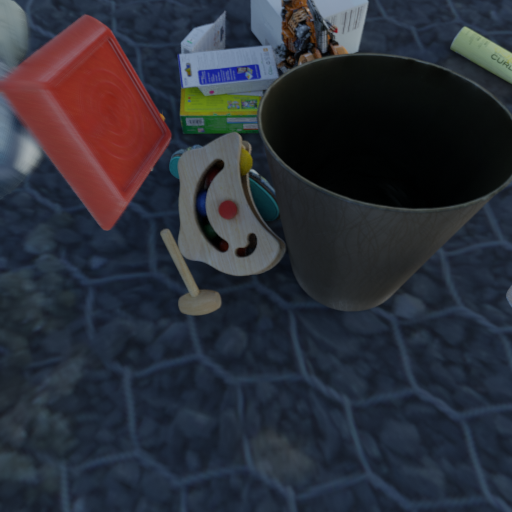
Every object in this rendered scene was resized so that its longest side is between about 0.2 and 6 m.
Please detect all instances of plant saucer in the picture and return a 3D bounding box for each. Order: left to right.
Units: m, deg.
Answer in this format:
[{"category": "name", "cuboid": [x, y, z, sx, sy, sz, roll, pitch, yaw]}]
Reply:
[{"category": "plant saucer", "cuboid": [-1.756, -1.622, 6.562, 0.355, 1.937, 1.933, -9, 38, 27]}]

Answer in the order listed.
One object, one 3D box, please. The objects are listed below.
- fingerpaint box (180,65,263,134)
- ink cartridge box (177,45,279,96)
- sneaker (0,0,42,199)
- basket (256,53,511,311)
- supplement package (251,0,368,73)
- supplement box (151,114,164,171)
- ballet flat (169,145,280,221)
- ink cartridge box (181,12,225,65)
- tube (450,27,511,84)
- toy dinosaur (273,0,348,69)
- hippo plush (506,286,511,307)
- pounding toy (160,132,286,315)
[{"category": "fingerpaint box", "cuboid": [-0.656, -3.070, 10.964, 1.583, 0.580, 1.320, -1, 63, -1]}, {"category": "ink cartridge box", "cuboid": [-0.532, -3.527, 10.688, 1.848, 0.343, 0.875, -6, 64, -7]}, {"category": "sneaker", "cuboid": [-3.293, -1.951, 6.219, 1.173, 1.305, 3.022, -34, 63, 23]}, {"category": "basket", "cuboid": [1.537, -0.738, 8.109, 3.129, 3.471, 2.360, 11, 63, 5]}, {"category": "supplement package", "cuboid": [1.033, -4.918, 11.529, 1.755, 1.291, 1.678, -24, 65, -12]}, {"category": "supplement box", "cuboid": [-1.688, -1.701, 8.158, 0.510, 0.810, 0.298, 8, 22, -24]}, {"category": "ballet flat", "cuboid": [-0.423, -1.389, 10.034, 2.303, 0.855, 0.855, 29, 66, 10]}, {"category": "ink cartridge box", "cuboid": [-1.059, -4.258, 11.356, 0.311, 0.999, 1.241, 28, 66, 9]}, {"category": "tube", "cuboid": [5.003, -4.033, 11.556, 1.972, 0.512, 0.572, 37, 107, 12]}, {"category": "toy dinosaur", "cuboid": [1.033, -3.242, 10.088, 1.644, 2.185, 3.219, 3, 70, -1]}, {"category": "hippo plush", "cuboid": [3.592, 0.902, 6.836, 1.292, 1.622, 1.304, 26, 42, 27]}, {"category": "pounding toy", "cuboid": [-0.451, -0.497, 8.777, 1.641, 1.646, 2.870, -1, 90, 11]}]
